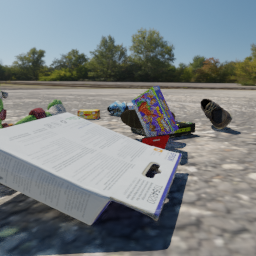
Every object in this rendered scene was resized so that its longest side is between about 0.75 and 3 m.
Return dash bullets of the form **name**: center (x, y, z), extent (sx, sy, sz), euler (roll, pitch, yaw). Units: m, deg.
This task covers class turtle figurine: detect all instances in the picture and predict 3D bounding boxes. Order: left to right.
- **turtle figurine**: center (-2.961, -0.166, 6.335), extent (2.798, 2.013, 2.713), euler (14, 14, 29)

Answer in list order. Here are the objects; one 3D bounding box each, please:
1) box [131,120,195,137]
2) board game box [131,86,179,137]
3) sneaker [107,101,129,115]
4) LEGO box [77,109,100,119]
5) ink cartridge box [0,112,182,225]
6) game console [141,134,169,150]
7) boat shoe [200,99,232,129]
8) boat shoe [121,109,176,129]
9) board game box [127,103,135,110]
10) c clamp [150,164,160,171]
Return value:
- **box**: center (1.256, -0.028, 10.232), extent (1.688, 0.415, 1.747), euler (-6, 11, -33)
- **board game box**: center (0.784, -0.407, 8.362), extent (0.953, 1.418, 0.317), euler (-30, -9, 41)
- **sneaker**: center (-0.543, -0.936, 15.090), extent (0.900, 0.784, 2.001), euler (-25, 17, -18)
- **LEGO box**: center (-1.963, -0.712, 14.116), extent (1.002, 0.387, 0.747), euler (1, 10, 6)
- **ink cartridge box**: center (-0.638, 0.615, 5.231), extent (3.000, 0.609, 2.994), euler (20, 15, 13)
- **game console**: center (0.559, 0.393, 7.656), extent (0.889, 0.766, 0.528), euler (-6, 39, -31)
- **boat shoe**: center (3.443, -0.626, 11.371), extent (0.791, 0.804, 2.159), euler (34, 12, -17)
- **boat shoe**: center (0.676, -0.319, 9.428), extent (1.841, 0.662, 0.626), euler (7, 16, 24)
- **board game box**: center (0.075, -1.429, 18.364), extent (1.265, 0.306, 1.672), euler (-6, 12, -31)
- **c clamp**: center (0.814, 0.815, 6.414), extent (0.854, 0.135, 0.999), euler (0, 10, 30)
